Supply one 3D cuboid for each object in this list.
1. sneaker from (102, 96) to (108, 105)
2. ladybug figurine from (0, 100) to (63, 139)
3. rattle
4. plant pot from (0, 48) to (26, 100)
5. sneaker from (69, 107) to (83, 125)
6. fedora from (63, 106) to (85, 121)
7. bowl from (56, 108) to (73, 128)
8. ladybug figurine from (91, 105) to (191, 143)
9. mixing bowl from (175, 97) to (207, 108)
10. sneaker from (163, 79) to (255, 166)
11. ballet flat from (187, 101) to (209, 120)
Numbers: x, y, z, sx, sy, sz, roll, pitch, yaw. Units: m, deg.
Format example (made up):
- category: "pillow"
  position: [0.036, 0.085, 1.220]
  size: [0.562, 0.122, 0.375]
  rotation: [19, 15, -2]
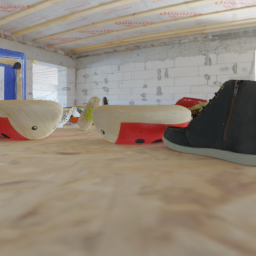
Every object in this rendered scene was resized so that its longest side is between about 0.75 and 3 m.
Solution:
- category: "sneaker"
  position: [-0.524, -0.598, 9.091]
  size: [0.494, 0.930, 0.348]
  rotation: [-12, 5, 6]
- category: "ladybug figurine"
  position: [-2.644, -0.226, 6.923]
  size: [2.526, 0.908, 1.714]
  rotation: [4, 6, 43]
- category: "rattle"
  position: [-1.063, -0.308, 9.401]
  size: [1.304, 1.189, 1.826]
  rotation: [6, -20, -26]
- category: "plant pot"
  position: [-4.927, -1.334, 9.161]
  size: [2.926, 2.926, 2.631]
  rotation: [-4, 11, -43]
- category: "sneaker"
  position: [-1.807, -0.497, 11.867]
  size: [0.856, 0.740, 1.975]
  rotation: [7, 6, 14]
- category: "fedora"
  position: [-2.853, -0.699, 14.125]
  size: [1.752, 0.715, 1.752]
  rotation: [-7, 2, 0]
- category: "bowl"
  position: [-2.722, -0.371, 10.187]
  size: [1.463, 0.686, 1.463]
  rotation: [1, 5, 0]
- category: "ladybug figurine"
  position: [0.325, -0.100, 6.049]
  size: [2.224, 0.800, 1.510]
  rotation: [-1, 5, -10]
- category: "mixing bowl"
  position: [2.210, -0.545, 9.528]
  size: [1.707, 0.925, 1.707]
  rotation: [7, 11, -1]
- category: "sneaker"
  position: [1.398, -0.164, 4.548]
  size: [0.824, 1.170, 2.204]
  rotation: [-3, 5, -32]
- category: "ballet flat"
  position: [1.897, -0.274, 8.093]
  size: [2.115, 0.748, 0.748]
  rotation: [-10, 4, 5]
